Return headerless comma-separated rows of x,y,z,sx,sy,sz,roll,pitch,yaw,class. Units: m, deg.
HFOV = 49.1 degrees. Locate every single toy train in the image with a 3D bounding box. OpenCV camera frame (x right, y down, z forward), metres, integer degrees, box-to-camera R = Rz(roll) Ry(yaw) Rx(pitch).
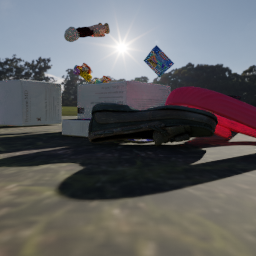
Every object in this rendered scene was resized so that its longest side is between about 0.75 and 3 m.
-1.425,-2.222,12.058,2.288,0.636,1.719,34,11,6,toy train

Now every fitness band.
1.775,-0.213,5.293,2.194,0.411,1.576,20,-8,-6,fitness band

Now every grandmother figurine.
-1.260,-2.933,8.586,0.977,0.488,1.610,9,28,41,grandmother figurine

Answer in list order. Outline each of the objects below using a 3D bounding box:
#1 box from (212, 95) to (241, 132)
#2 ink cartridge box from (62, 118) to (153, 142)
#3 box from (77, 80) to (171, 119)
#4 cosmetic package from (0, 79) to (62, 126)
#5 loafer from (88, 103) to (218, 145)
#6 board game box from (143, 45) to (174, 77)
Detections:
2.951,-0.431,8.391,0.867,1.082,0.236,0,3,-19,box
-0.277,0.011,6.506,2.596,0.481,1.229,6,6,41,ink cartridge box
-0.121,-0.684,9.291,2.266,1.489,2.278,3,4,41,box
-4.392,-1.069,12.363,1.893,1.904,2.276,2,5,30,cosmetic package
0.381,0.055,4.993,2.300,0.723,0.826,5,-26,18,loafer
1.546,-3.397,14.413,0.380,1.284,1.688,-46,5,-13,board game box
